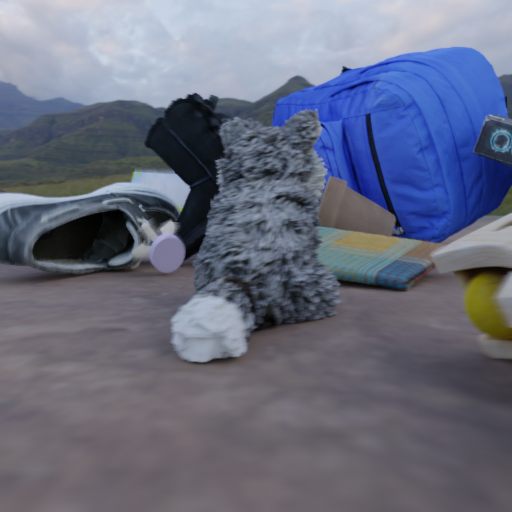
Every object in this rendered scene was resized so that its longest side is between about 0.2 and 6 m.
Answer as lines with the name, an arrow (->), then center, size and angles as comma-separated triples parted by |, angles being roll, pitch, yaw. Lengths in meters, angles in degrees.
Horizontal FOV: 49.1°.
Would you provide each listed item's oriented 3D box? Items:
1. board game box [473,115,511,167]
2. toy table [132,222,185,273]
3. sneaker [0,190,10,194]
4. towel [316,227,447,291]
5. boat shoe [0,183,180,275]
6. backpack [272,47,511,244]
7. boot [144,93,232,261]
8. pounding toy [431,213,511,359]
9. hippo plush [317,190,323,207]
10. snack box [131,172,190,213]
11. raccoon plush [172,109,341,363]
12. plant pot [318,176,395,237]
board game box -> 5.729, -0.902, 7.504 | 3.087, 0.643, 4.565 | -4, 28, -39
toy table -> -1.169, -0.121, 6.850 | 0.622, 0.676, 0.396 | -35, 59, -23
sneaker -> -6.498, -0.952, 12.592 | 2.443, 1.366, 0.892 | -4, 6, -40
towel -> 1.007, -0.022, 6.855 | 2.298, 0.249, 1.686 | 10, 20, 34
boat shoe -> -1.968, -0.225, 7.356 | 1.163, 1.183, 3.281 | 24, 21, 27
backpack -> 2.302, -1.685, 10.492 | 3.592, 3.478, 4.281 | -34, 22, -25
boot -> -0.951, -1.106, 7.910 | 2.070, 1.696, 0.766 | -43, -8, 21
pounding toy -> 1.640, 0.395, 2.152 | 1.379, 1.384, 2.412 | -29, 0, -8
hippo plush -> -0.015, -0.550, 8.952 | 1.779, 2.233, 1.795 | 31, -40, -34
snack box -> -1.180, -1.084, 12.093 | 2.556, 0.865, 2.156 | 9, -7, 42
raccoon plush -> 0.091, -0.346, 4.173 | 1.220, 1.689, 2.521 | 0, 5, 0
plant pot -> 1.476, -0.424, 8.690 | 1.165, 1.336, 1.336 | 20, 7, 5
